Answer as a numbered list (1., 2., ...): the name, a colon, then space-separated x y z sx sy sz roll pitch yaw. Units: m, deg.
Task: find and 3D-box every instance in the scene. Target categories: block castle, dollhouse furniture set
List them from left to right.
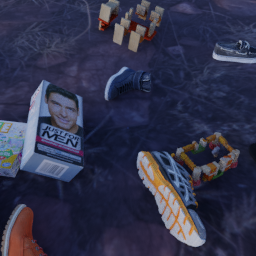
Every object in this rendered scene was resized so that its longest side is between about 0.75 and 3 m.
1. dollhouse furniture set: 0.025 -4.791 12.992 2.645 1.377 2.674 28 53 9
2. block castle: 2.206 0.895 7.877 1.626 0.763 1.086 -20 47 -20

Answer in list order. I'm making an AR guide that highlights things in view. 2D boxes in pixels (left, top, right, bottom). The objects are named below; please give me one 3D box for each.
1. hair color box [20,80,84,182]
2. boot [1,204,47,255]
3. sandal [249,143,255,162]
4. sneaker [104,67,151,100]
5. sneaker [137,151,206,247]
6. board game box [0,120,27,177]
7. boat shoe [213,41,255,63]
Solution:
1. hair color box: -2.119 0.018 8.165 1.407 0.862 2.842 23 38 -31
2. boot: -2.164 2.786 6.151 1.210 0.846 2.256 0 54 -6
3. sandal: 4.404 1.098 7.838 0.830 0.498 2.211 -25 52 -21
4. sneaker: 0.077 -1.524 10.103 1.350 0.710 1.869 19 49 20
5. sneaker: 1.225 1.574 7.075 1.068 1.082 2.765 -9 50 -24
6. board game box: -4.319 0.497 8.424 2.561 0.438 1.721 6 48 5
7. boat shoe: 4.718 -3.253 11.666 2.215 0.751 0.795 5 48 5
